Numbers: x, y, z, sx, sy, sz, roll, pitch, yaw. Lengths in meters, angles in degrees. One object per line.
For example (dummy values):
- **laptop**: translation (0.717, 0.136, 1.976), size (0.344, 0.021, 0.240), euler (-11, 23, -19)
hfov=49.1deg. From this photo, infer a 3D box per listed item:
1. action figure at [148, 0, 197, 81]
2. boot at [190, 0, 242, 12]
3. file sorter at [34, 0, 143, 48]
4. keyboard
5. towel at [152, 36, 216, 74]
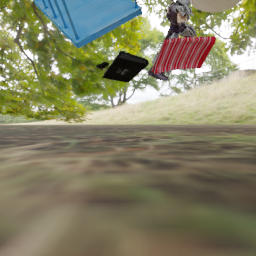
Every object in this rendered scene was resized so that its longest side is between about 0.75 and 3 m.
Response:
- **action figure**: translation (1.488, -3.023, 9.035), size (1.000, 2.883, 1.876), euler (12, 38, -9)
- **boot**: translation (2.303, -3.529, 5.764), size (1.047, 1.300, 2.878), euler (20, -4, -13)
- **file sorter**: translation (-1.106, -3.173, 5.973), size (1.647, 2.373, 1.456), euler (-33, -34, -12)
- **keyboard**: translation (-0.395, -2.506, 11.543), size (1.742, 0.372, 2.901), euler (8, -9, -15)
- **towel**: translation (1.447, -1.882, 7.248), size (1.530, 0.172, 1.107), euler (-10, -30, -21)
